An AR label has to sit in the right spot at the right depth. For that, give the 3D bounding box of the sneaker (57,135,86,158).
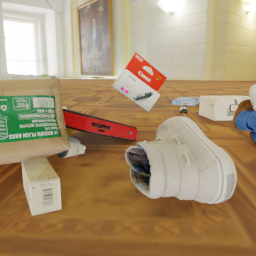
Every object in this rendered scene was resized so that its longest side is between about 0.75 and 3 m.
[{"bbox_3d":[-1.292,0.342,5.808,0.534,0.457,1.226,6,14,-33],"label":"sneaker"}]

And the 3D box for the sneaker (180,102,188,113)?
[{"bbox_3d":[2.212,-0.815,11.079,0.329,0.394,0.889,3,14,9],"label":"sneaker"}]

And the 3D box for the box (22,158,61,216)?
[{"bbox_3d":[-1.170,0.734,3.717,0.359,0.439,0.924,-6,14,-25],"label":"box"}]

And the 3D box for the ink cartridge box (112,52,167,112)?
[{"bbox_3d":[0.551,-1.750,10.866,1.812,1.572,0.394,32,6,-28],"label":"ink cartridge box"}]

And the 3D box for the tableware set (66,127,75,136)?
[{"bbox_3d":[-2.474,-0.664,6.194,2.966,0.455,1.998,39,-10,-29],"label":"tableware set"}]

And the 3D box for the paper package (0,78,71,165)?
[{"bbox_3d":[-2.172,0.054,4.167,2.079,1.076,1.982,-7,-5,-31],"label":"paper package"}]

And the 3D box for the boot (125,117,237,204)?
[{"bbox_3d":[0.536,0.334,4.382,1.184,0.911,2.478,4,12,-11],"label":"boot"}]

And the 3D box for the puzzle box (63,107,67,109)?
[{"bbox_3d":[-2.722,-0.315,8.811,1.771,0.338,2.662,-4,12,-16],"label":"puzzle box"}]

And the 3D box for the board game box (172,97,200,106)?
[{"bbox_3d":[2.881,-1.321,13.702,1.088,0.263,1.439,5,13,24],"label":"board game box"}]

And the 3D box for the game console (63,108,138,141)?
[{"bbox_3d":[-1.059,-0.173,6.432,2.021,0.355,2.285,15,0,38],"label":"game console"}]

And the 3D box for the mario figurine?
[{"bbox_3d":[3.234,-0.081,5.175,1.708,1.467,2.767,0,11,-9],"label":"mario figurine"}]

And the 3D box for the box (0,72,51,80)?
[{"bbox_3d":[-2.109,-0.609,4.476,1.041,0.262,1.443,-14,-7,40],"label":"box"}]

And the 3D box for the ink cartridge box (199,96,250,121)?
[{"bbox_3d":[3.542,-0.729,9.803,1.745,0.733,1.270,-2,12,-9],"label":"ink cartridge box"}]
